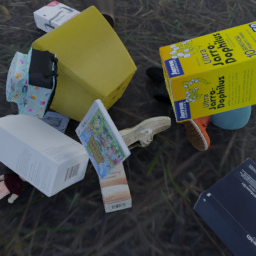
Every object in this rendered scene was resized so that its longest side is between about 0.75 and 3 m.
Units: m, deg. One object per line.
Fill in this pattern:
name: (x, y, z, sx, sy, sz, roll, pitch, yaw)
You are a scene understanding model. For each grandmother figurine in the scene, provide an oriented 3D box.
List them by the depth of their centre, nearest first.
grandmother figurine: (-3.721, 1.806, 8.639, 1.971, 0.597, 1.195, -32, 60, -20)

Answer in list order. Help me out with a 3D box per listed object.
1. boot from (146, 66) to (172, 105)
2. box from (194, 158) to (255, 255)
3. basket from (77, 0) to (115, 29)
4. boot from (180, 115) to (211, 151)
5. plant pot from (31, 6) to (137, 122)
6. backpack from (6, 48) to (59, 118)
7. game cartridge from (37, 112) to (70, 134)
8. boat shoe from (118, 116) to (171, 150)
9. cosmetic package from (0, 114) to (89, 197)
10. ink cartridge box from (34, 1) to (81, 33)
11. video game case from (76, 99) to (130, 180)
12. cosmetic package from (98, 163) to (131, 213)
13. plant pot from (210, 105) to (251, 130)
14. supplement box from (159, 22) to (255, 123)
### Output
boot: (1.369, -1.694, 11.278, 1.745, 0.646, 1.430, 18, 58, 12)
box: (3.395, 2.352, 7.852, 2.013, 1.151, 2.210, -28, 58, -21)
basket: (-1.426, -5.769, 13.874, 1.932, 1.457, 2.143, -4, 57, -16)
boot: (2.597, -0.154, 10.027, 1.138, 0.797, 2.123, -9, 52, -13)
plant pot: (-1.466, -1.894, 9.994, 2.591, 2.938, 2.938, 40, 57, 3)
backpack: (-2.454, -1.068, 7.170, 1.208, 1.576, 1.386, 2, 48, -20)
game cartridge: (-2.847, -0.226, 10.395, 1.245, 0.259, 0.829, 9, 49, 7)
boat shoe: (0.455, 0.311, 9.643, 2.438, 0.880, 0.792, -19, 68, -14)
cosmetic package: (-2.821, 0.681, 8.726, 2.880, 1.169, 1.625, 28, 22, 22)
ink cartridge box: (-3.341, -5.282, 13.807, 2.065, 0.876, 1.504, 32, 59, 20)
video game case: (-0.734, 0.347, 7.428, 0.184, 1.515, 1.664, -16, 68, -40)
cosmetic package: (-0.464, 1.656, 8.664, 0.837, 0.706, 1.619, -12, 54, -9)
plant pot: (3.812, -0.922, 10.369, 1.642, 1.106, 1.642, 0, 52, 0)
supplement box: (2.531, -1.538, 7.712, 2.949, 1.615, 1.605, -14, 46, 7)
